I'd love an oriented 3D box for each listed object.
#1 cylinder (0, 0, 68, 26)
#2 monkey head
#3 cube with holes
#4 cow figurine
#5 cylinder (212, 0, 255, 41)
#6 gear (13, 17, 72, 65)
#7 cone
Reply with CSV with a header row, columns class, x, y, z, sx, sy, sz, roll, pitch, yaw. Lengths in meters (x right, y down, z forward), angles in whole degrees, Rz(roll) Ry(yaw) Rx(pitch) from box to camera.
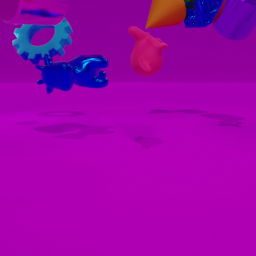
class,x,y,z,sx,sy,sz,roll,pitch,yaw
cylinder,-2.251,-3.048,6.463,1.253,1.253,1.253,8,19,39
monkey head,0.277,-1.483,5.537,0.931,0.780,1.294,30,12,-13
cube with holes,2.678,-4.399,10.247,1.041,1.041,1.041,-35,31,-16
cow figurine,-1.325,-1.396,6.911,1.685,0.940,1.712,-2,22,-9
cylinder,3.531,-3.705,8.710,1.370,1.370,1.370,-2,-26,-11
gear,-3.065,-3.284,10.081,2.083,2.083,0.385,2,-20,10
cone,1.079,-4.004,10.156,1.471,1.471,1.477,12,53,50
